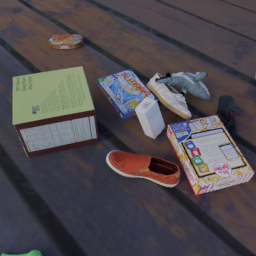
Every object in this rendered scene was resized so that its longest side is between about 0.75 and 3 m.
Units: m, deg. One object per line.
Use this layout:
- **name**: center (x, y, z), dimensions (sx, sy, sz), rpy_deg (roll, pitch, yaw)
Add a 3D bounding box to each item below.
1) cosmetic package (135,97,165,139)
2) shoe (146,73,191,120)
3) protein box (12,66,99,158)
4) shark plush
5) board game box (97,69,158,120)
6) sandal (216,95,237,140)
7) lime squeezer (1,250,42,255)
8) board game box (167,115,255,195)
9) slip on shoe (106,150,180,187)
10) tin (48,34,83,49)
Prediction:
- **cosmetic package**: center (0.834, -0.350, 10.280), dimensions (0.529, 1.429, 0.726), rpy_deg (27, 62, 38)
- **shoe**: center (1.722, -1.338, 11.514), dimensions (0.974, 0.744, 2.786), rpy_deg (17, 26, -45)
- **protein box**: center (-2.680, -0.663, 10.405), dimensions (2.626, 1.772, 2.607), rpy_deg (-12, 48, -11)
- **shark plush**: center (2.385, -1.842, 11.712), dimensions (2.521, 1.145, 1.050), rpy_deg (12, 69, -33)
- **board game box**: center (-0.058, -1.536, 12.160), dimensions (1.685, 0.429, 2.489), rpy_deg (-22, 51, -20)
- **sandal**: center (3.783, -0.476, 10.929), dimensions (0.843, 0.537, 2.244), rpy_deg (3, 57, 13)
- **lime squeezer**: center (-2.416, 3.691, 7.285), dimensions (2.117, 0.399, 0.748), rpy_deg (30, 54, 24)
- **board game box**: center (2.741, 0.821, 9.688), dimensions (1.979, 0.605, 2.613), rpy_deg (-11, 52, -11)
- **slip on shoe**: center (0.522, 1.202, 9.159), dimensions (2.504, 0.766, 0.928), rpy_deg (17, 46, 5)
- **tin**: center (-3.371, -4.672, 15.176), dimensions (1.901, 0.398, 1.064), rpy_deg (-1, 43, -1)
